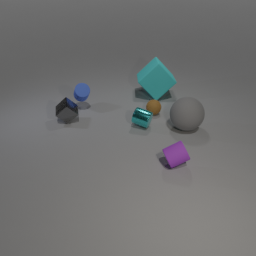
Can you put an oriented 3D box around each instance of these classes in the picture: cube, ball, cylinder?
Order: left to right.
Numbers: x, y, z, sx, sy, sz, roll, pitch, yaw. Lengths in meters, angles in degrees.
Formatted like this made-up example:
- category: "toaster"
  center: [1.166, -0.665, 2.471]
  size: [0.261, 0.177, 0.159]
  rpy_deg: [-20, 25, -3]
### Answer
- category: "cube"
  center: [-2.650, -0.757, 12.149]
  size: [0.700, 0.700, 0.700]
  rpy_deg: [-38, 39, 19]
- category: "cylinder"
  center: [-2.162, -1.661, 13.080]
  size: [0.700, 0.700, 0.700]
  rpy_deg: [-10, -9, -17]
- category: "cylinder"
  center: [0.597, -0.439, 11.731]
  size: [0.700, 0.700, 0.700]
  rpy_deg: [21, 34, 14]
- category: "ball"
  center: [1.180, -0.956, 12.879]
  size: [0.700, 0.700, 0.700]
  rpy_deg: [0, 29, 0]
- category: "cube"
  center: [1.442, -2.551, 14.419]
  size: [1.400, 1.400, 1.400]
  rpy_deg: [-41, 20, 18]
- category: "cylinder"
  center: [1.610, 0.877, 9.336]
  size: [0.700, 0.700, 0.700]
  rpy_deg: [-26, 29, 6]
- category: "ball"
  center: [2.417, -0.580, 11.464]
  size: [1.400, 1.400, 1.400]
  rpy_deg: [0, 29, 0]
